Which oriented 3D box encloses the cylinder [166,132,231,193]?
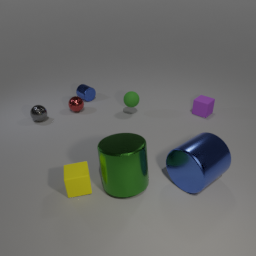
[{"bbox_3d":[2.097,1.010,8.371,1.400,1.400,1.400,-25,38,-35],"label":"cylinder"}]

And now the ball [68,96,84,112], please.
[{"bbox_3d":[-2.334,-1.081,12.619,0.700,0.700,0.700,0,30,0],"label":"ball"}]

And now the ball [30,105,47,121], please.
[{"bbox_3d":[-3.779,-0.632,11.866,0.700,0.700,0.700,0,30,0],"label":"ball"}]

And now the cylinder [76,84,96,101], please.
[{"bbox_3d":[-2.060,-1.735,13.739,0.700,0.700,0.700,-26,39,-37],"label":"cylinder"}]

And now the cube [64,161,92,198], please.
[{"bbox_3d":[-1.474,1.500,8.202,0.700,0.700,0.700,-9,31,-8],"label":"cube"}]

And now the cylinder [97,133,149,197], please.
[{"bbox_3d":[-0.120,1.044,8.187,1.400,1.400,1.400,-4,23,2],"label":"cylinder"}]

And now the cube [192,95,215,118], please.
[{"bbox_3d":[3.342,-0.964,12.426,0.700,0.700,0.700,23,38,33],"label":"cube"}]

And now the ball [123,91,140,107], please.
[{"bbox_3d":[0.151,-1.248,12.197,0.700,0.700,0.700,0,30,0],"label":"ball"}]
